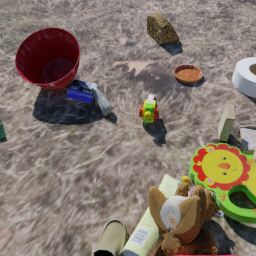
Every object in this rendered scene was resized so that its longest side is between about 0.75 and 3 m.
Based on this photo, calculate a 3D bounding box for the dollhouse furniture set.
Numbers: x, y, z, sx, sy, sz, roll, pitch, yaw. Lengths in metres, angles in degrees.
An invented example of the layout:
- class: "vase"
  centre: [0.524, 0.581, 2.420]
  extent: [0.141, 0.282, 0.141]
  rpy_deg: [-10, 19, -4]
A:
- class: "dollhouse furniture set"
  centre: [4.822, 0.221, 10.131]
  extent: [2.769, 1.226, 1.435]
  rpy_deg: [9, 46, 8]

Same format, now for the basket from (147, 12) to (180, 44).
- class: "basket"
  centre: [2.049, -5.884, 16.124]
  extent: [1.366, 1.309, 1.834]
  rpy_deg: [-17, 48, -15]

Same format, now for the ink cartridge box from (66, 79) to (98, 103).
- class: "ink cartridge box"
  centre: [-2.058, -1.682, 12.597]
  extent: [1.165, 0.255, 1.176]
  rpy_deg: [13, 47, -1]

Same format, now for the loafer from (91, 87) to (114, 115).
- class: "loafer"
  centre: [-1.195, -1.171, 11.951]
  extent: [0.545, 0.546, 1.563]
  rpy_deg: [-45, 54, 12]

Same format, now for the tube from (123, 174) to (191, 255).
- class: "tube"
  centre: [0.957, 2.610, 8.191]
  extent: [0.771, 0.862, 2.972]
  rpy_deg: [-18, 22, 46]

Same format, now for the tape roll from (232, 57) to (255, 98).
- class: "tape roll"
  centre: [6.075, -2.364, 12.997]
  extent: [2.278, 0.797, 2.278]
  rpy_deg: [0, 46, 0]

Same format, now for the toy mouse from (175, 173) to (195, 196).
- class: "toy mouse"
  centre: [1.883, 1.879, 8.724]
  extent: [0.986, 0.191, 0.876]
  rpy_deg: [28, 38, -6]

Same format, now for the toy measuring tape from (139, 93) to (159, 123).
- class: "toy measuring tape"
  centre: [0.894, -0.779, 11.665]
  extent: [0.847, 0.847, 2.301]
  rpy_deg: [6, 23, 6]

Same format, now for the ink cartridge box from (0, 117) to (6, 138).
- class: "ink cartridge box"
  centre: [-5.907, -0.522, 11.176]
  extent: [1.367, 0.781, 2.634]
  rpy_deg: [-21, 49, -19]

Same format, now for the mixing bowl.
- class: "mixing bowl"
  centre: [-3.365, -2.869, 12.621]
  extent: [2.867, 1.553, 2.867]
  rpy_deg: [-2, 71, 5]

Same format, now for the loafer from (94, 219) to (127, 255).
- class: "loafer"
  centre: [-0.495, 3.294, 7.460]
  extent: [0.766, 0.680, 2.015]
  rpy_deg: [9, 46, 9]

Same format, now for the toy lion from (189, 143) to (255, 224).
- class: "toy lion"
  centre: [3.390, 1.659, 9.051]
  extent: [2.721, 0.974, 2.838]
  rpy_deg: [0, 45, 10]

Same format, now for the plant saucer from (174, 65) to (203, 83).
- class: "plant saucer"
  centre: [2.922, -2.632, 13.669]
  extent: [1.391, 0.225, 1.391]
  rpy_deg: [0, 44, 0]

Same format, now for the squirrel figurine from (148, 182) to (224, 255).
- class: "squirrel figurine"
  centre: [1.738, 2.558, 7.703]
  extent: [1.501, 2.121, 1.980]
  rpy_deg: [-8, -9, 40]
